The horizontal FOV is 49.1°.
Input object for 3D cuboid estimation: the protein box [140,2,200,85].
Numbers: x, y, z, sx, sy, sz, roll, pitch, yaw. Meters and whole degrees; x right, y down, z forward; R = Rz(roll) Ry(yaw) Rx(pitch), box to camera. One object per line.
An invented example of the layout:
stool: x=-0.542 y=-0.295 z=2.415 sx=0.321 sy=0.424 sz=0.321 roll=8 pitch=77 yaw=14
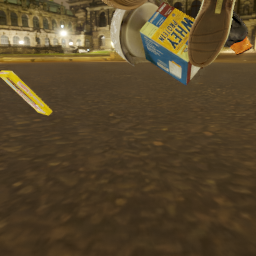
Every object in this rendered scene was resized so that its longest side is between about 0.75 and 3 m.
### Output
protein box: x=1.418 y=-2.434 z=8.341 sx=1.672 sy=1.136 sz=1.684 roll=37 pitch=-5 yaw=16

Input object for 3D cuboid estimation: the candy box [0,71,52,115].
candy box: x=-1.780 y=-0.604 z=4.882 sx=0.499 sy=0.977 sz=0.129 roll=17 pitch=63 yaw=50

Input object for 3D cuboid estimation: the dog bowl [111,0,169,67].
dog bowl: x=0.432 y=-3.166 z=9.061 sx=2.325 sy=2.325 sz=0.682 roll=-13 pitch=33 yaw=-39

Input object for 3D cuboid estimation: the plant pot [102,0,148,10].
plant pot: x=0.201 y=-2.668 z=4.397 sx=1.627 sy=1.627 sz=0.751 roll=-16 pitch=38 yaw=-43

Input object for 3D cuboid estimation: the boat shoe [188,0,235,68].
boat shoe: x=1.974 y=-2.533 z=6.319 sx=0.824 sy=2.301 sz=0.876 roll=20 pitch=30 yaw=10

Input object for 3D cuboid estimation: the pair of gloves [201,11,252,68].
pair of gloves: x=2.864 y=-3.034 z=10.025 sx=2.703 sy=0.334 sz=2.408 roll=-18 pitch=-33 yaw=37
